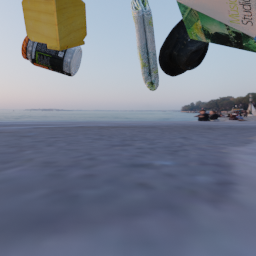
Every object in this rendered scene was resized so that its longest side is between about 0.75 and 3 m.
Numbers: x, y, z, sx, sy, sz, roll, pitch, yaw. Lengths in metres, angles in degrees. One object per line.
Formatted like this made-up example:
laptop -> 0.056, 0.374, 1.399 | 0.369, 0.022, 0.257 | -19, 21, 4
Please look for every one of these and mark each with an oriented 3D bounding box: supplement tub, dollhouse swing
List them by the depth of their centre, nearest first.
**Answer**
dollhouse swing -> -2.029, -3.030, 7.805 | 1.218, 1.385, 1.259 | 27, 40, 35
supplement tub -> -3.078, -3.004, 11.391 | 2.177, 1.334, 1.334 | 18, 3, 3

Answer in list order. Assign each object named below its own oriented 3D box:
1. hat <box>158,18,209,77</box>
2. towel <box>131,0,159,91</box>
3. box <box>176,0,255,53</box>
hat -> 2.484, -3.080, 11.091 | 2.592, 2.592, 1.046 | -1, 31, -40
towel -> 0.544, -2.907, 9.333 | 0.643, 2.669, 2.284 | -8, 37, 6
box -> 2.702, -2.889, 7.183 | 2.997, 0.545, 2.163 | 28, -9, 35
